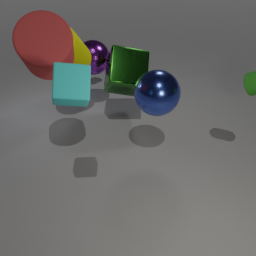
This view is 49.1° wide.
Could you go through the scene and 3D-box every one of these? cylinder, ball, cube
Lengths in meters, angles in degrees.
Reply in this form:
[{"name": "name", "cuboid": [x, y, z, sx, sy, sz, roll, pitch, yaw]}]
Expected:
[{"name": "cylinder", "cuboid": [-2.232, -2.729, 10.144, 1.400, 1.400, 1.400, -5, 74, 16]}, {"name": "ball", "cuboid": [-1.441, -2.913, 11.582, 1.400, 1.400, 1.400, 0, 32, 0]}, {"name": "cube", "cuboid": [-0.083, -2.108, 10.606, 1.400, 1.400, 1.400, 7, -10, -12]}, {"name": "cylinder", "cuboid": [3.854, -1.337, 8.140, 0.700, 0.700, 0.700, -9, 17, 47]}, {"name": "ball", "cuboid": [0.887, -1.058, 8.492, 1.400, 1.400, 1.400, 0, 32, 0]}, {"name": "cylinder", "cuboid": [-2.125, -2.085, 7.302, 1.400, 1.400, 1.400, -6, -2, -10]}, {"name": "cube", "cuboid": [-1.132, -0.842, 5.582, 0.700, 0.700, 0.700, 2, -6, -13]}]
